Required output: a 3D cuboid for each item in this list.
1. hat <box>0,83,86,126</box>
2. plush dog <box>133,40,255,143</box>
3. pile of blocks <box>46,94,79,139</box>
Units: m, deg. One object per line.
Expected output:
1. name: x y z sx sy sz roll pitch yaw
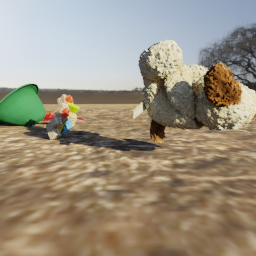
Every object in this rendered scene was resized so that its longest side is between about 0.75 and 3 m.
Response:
1. hat: -2.867 -0.207 8.853 2.129 1.874 1.764 -45 -4 -3
2. plush dog: 0.981 -0.349 3.764 1.394 1.302 1.623 10 -2 38
3. pile of blocks: -1.388 -0.292 6.427 0.613 0.464 1.494 37 31 -23
